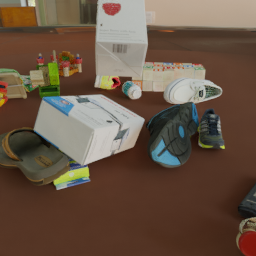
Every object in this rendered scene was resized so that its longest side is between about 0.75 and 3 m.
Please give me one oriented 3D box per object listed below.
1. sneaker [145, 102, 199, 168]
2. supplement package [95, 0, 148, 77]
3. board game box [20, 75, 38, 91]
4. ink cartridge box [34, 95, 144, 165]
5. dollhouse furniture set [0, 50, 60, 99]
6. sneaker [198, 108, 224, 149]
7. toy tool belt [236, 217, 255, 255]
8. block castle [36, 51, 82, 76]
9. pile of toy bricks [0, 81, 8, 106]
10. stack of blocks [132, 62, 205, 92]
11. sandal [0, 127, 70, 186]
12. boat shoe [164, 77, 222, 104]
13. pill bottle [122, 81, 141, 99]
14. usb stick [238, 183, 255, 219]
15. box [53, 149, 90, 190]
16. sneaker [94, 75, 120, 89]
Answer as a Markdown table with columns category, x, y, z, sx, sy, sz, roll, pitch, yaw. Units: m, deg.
| category | x | y | z | sx | sy | sz | roll | pitch | yaw |
| --- | --- | --- | --- | --- | --- | --- | --- | --- | --- |
| sneaker | 0.964 | 0.188 | 6.974 | 1.159 | 1.036 | 2.831 | -10 | 14 | 28 |
| supplement package | -0.270 | -3.239 | 9.444 | 1.585 | 1.566 | 2.614 | 1 | 60 | -5 |
| board game box | -4.988 | -1.986 | 12.250 | 2.152 | 0.313 | 1.448 | 3 | 24 | 7 |
| ink cartridge box | -0.809 | -0.073 | 6.457 | 1.513 | 0.887 | 2.066 | 30 | 23 | 24 |
| dollhouse furniture set | -3.845 | -1.984 | 10.120 | 2.607 | 1.708 | 1.308 | -6 | 69 | -12 |
| sneaker | 2.162 | 0.016 | 7.371 | 0.635 | 0.695 | 1.718 | 2 | 24 | 4 |
| toy tool belt | 2.170 | 1.597 | 3.952 | 1.432 | 0.894 | 0.880 | 5 | -5 | 5 |
| block castle | -3.529 | -3.394 | 14.529 | 2.127 | 0.998 | 1.421 | 14 | 28 | 28 |
| pile of toy bricks | -5.181 | -0.880 | 8.709 | 2.768 | 1.366 | 1.536 | 11 | -21 | -36 |
| stack of blocks | 1.723 | -2.219 | 12.065 | 2.988 | 0.875 | 1.720 | 3 | 25 | 5 |
| sandal | -2.254 | 0.434 | 6.045 | 1.110 | 0.742 | 2.717 | -34 | 33 | -29 |
| boat shoe | 2.439 | -1.366 | 10.132 | 2.517 | 0.926 | 0.840 | -17 | 28 | -34 |
| pill bottle | 0.168 | -1.433 | 10.757 | 0.538 | 0.538 | 0.971 | -9 | 26 | -18 |
| usb stick | 2.494 | 1.236 | 5.236 | 0.412 | 0.242 | 1.484 | 20 | 31 | 36 |
| box | -1.345 | 0.821 | 6.106 | 0.739 | 0.289 | 1.212 | -12 | 26 | -22 |
| sneaker | -0.708 | -2.066 | 12.079 | 0.901 | 0.780 | 1.996 | 18 | 31 | 10 |
